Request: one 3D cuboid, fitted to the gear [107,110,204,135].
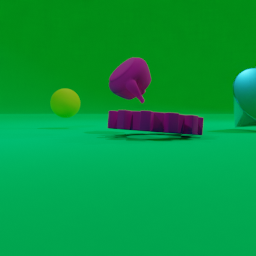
[{"bbox_3d":[0.424,-0.073,4.469,1.475,0.273,1.475,4,-1,0],"label":"gear"}]

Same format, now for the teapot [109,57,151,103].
[{"bbox_3d":[0.085,-0.869,5.297,0.847,0.667,1.363,-37,25,14],"label":"teapot"}]

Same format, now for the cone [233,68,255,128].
[{"bbox_3d":[2.663,-0.338,6.152,1.363,1.363,1.368,0,-28,-8],"label":"cone"}]

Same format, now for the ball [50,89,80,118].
[{"bbox_3d":[-1.546,-0.611,6.921,0.721,0.721,0.721,0,3,0],"label":"ball"}]
